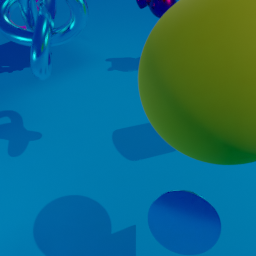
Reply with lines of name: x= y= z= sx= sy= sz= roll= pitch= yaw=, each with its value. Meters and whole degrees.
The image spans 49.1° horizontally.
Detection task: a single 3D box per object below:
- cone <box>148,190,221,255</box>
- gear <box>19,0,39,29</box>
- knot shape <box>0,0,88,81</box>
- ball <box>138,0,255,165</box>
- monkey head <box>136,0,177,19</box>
cone: x=0.787 y=1.039 z=3.749 sx=0.872 sy=0.872 sz=0.875 roll=14 pitch=18 yaw=14
gear: x=-3.186 y=-3.364 z=8.273 sx=1.336 sy=1.336 sz=0.247 roll=-26 pitch=32 yaw=-25
knot shape: x=-1.589 y=-1.878 z=4.774 sx=1.699 sy=1.816 sz=0.839 roll=43 pitch=34 yaw=22
ball: x=0.770 y=-0.399 z=2.234 sx=1.380 sy=1.380 sz=1.380 roll=0 pitch=43 yaw=0
monkey head: x=0.814 y=-3.555 z=8.025 sx=1.137 sy=1.580 sz=0.952 roll=-14 pitch=61 yaw=19
